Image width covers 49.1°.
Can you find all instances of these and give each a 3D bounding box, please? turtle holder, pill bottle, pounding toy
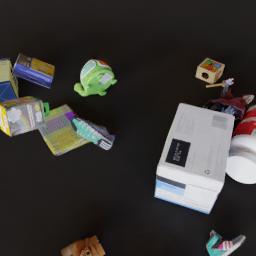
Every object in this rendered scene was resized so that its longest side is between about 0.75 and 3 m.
[{"bbox_3d":[-1.506,-2.217,12.658,1.393,1.833,1.302,-8,58,-36],"label":"turtle holder"},{"bbox_3d":[4.491,0.535,9.898,1.599,1.599,2.849,27,52,23],"label":"pill bottle"},{"bbox_3d":[4.102,-2.560,13.381,1.560,0.714,1.371,30,54,25],"label":"pounding toy"}]

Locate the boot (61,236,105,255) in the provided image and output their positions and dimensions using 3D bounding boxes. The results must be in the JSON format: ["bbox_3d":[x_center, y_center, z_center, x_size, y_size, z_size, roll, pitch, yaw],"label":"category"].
[{"bbox_3d":[-1.130,3.743,7.726,1.099,0.543,1.416,-17,41,-19],"label":"boot"}]

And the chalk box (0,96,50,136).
[{"bbox_3d":[-3.105,-0.434,8.539,1.424,0.886,0.882,-20,25,-38],"label":"chalk box"}]

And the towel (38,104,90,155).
[{"bbox_3d":[-2.639,0.038,11.277,1.694,0.269,2.358,-27,52,-23],"label":"towel"}]

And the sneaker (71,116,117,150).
[{"bbox_3d":[-1.325,0.071,10.795,1.849,0.688,0.809,37,40,-5],"label":"sneaker"}]

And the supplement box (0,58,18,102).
[{"bbox_3d":[-5.985,-1.882,12.350,1.929,1.295,1.927,-12,48,-11],"label":"supplement box"}]

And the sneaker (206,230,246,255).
[{"bbox_3d":[2.759,3.265,8.136,1.230,0.514,0.743,-25,61,-20],"label":"sneaker"}]

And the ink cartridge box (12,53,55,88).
[{"bbox_3d":[-4.347,-2.720,13.064,1.730,0.411,1.750,20,28,-24],"label":"ink cartridge box"}]

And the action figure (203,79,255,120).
[{"bbox_3d":[4.378,-0.743,11.453,2.779,2.069,1.861,-19,49,-43],"label":"action figure"}]

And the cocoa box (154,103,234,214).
[{"bbox_3d":[2.187,0.942,9.313,1.928,1.897,2.890,15,49,13],"label":"cocoa box"}]
